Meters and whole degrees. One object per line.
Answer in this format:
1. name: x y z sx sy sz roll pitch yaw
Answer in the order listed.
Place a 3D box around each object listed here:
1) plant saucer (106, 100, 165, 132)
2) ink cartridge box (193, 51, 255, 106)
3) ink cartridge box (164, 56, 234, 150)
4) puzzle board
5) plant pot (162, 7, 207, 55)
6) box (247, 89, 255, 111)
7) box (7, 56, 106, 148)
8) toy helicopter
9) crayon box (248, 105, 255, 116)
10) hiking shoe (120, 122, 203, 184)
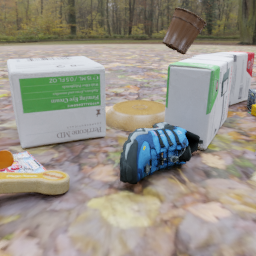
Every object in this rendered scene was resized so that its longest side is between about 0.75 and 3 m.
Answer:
1. plant saucer: 0.414 -0.533 9.747 2.600 0.460 2.600 0 20 0
2. ink cartridge box: 3.829 -1.984 11.373 2.807 2.025 1.175 -17 25 -39
3. ink cartridge box: 2.207 -0.951 8.405 1.253 2.176 2.982 11 23 26
4. puzzle board: -2.597 0.877 6.455 1.012 0.117 1.343 -15 26 -34
5. plant pot: 2.174 -3.839 11.296 1.425 1.411 1.425 28 11 -6
6. box: 4.806 -1.068 10.738 0.240 0.742 0.941 2 18 10
7. box: -2.167 -0.929 8.401 2.454 2.113 2.466 -8 24 -21
8. toy helicopter: -2.553 0.996 5.265 2.847 1.123 1.883 4 10 -22
9. crayon box: 5.034 -0.533 9.846 0.931 0.382 1.481 -3 19 -8
10. hiking shoe: 0.786 0.465 6.256 1.181 1.013 2.723 10 23 27
